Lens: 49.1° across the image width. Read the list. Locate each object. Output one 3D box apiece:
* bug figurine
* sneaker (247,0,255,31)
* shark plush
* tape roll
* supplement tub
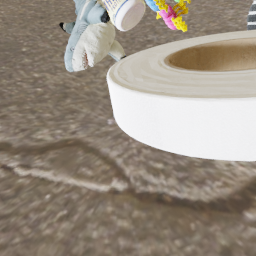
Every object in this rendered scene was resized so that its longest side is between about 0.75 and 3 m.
[{"bbox_3d":[0.978,-3.748,7.396,0.692,2.086,2.690,-9,58,34],"label":"bug figurine"},{"bbox_3d":[2.923,-1.671,5.439,0.925,2.311,0.852,-25,34,-19],"label":"sneaker"},{"bbox_3d":[-0.855,-2.016,5.080,0.974,1.062,2.339,-22,65,5],"label":"shark plush"},{"bbox_3d":[1.059,-0.540,2.808,2.564,0.468,2.564,-8,26,4],"label":"tape roll"},{"bbox_3d":[-0.324,-3.691,8.195,1.058,1.058,1.459,-34,73,-29],"label":"supplement tub"}]
